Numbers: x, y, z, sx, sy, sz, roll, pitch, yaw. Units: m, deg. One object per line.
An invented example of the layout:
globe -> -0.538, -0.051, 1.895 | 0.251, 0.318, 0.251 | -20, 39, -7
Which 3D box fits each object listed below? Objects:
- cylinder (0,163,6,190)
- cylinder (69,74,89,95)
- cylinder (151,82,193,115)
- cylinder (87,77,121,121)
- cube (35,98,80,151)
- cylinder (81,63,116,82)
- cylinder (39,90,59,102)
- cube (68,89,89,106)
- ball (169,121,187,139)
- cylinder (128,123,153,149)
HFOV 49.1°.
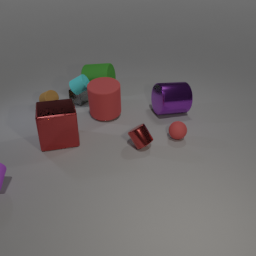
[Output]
cylinder -> -3.961, 1.414, 8.092 | 0.700, 0.700, 0.700 | 0, 53, -1
cylinder -> -2.161, -1.949, 12.589 | 0.700, 0.700, 0.700 | -25, 23, 20
cylinder -> 1.930, -1.328, 12.489 | 1.400, 1.400, 1.400 | -5, 30, -17
cylinder -> -1.008, -1.266, 12.128 | 1.400, 1.400, 1.400 | -1, 39, 1
cube -> -2.636, -0.148, 10.492 | 1.400, 1.400, 1.400 | -8, 30, -13
cylinder -> -1.502, -2.596, 14.441 | 1.400, 1.400, 1.400 | 0, 29, 16
cylinder -> -3.716, -1.383, 13.157 | 0.700, 0.700, 0.700 | -27, 12, -39
cube -> -2.408, -1.584, 13.752 | 0.700, 0.700, 0.700 | 16, 33, 25
ball -> 1.906, 0.087, 10.715 | 0.700, 0.700, 0.700 | 0, 30, 0
cylinder -> 0.455, 0.298, 10.171 | 0.700, 0.700, 0.700 | -31, 6, 4
